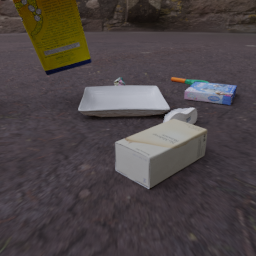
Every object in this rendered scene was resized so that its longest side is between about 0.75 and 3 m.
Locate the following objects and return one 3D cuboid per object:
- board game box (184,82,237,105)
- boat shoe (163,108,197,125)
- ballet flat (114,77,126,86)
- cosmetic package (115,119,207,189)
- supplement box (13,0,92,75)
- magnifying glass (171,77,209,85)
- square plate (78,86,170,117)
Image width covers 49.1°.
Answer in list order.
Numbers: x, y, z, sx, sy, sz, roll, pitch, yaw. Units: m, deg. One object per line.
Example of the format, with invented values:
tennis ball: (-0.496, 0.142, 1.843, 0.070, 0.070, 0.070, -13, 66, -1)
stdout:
board game box: (3.259, -1.399, 10.968, 1.696, 0.370, 1.704, 9, 24, 24)
boat shoe: (1.387, -0.264, 8.020, 0.604, 0.635, 1.764, 4, 22, 36)
ballet flat: (-0.374, -1.936, 12.298, 0.444, 0.432, 1.249, -21, 24, 2)
cosmetic package: (0.760, 0.468, 6.109, 1.952, 0.713, 1.010, -20, 30, -41)
supplement box: (-2.305, -3.353, 8.538, 1.601, 2.924, 1.591, -17, 55, -6)
magnifying glass: (2.853, -2.152, 13.015, 1.789, 0.200, 0.712, 14, 27, 32)
square plate: (-0.182, -0.975, 9.924, 2.848, 0.409, 2.875, -2, 23, -3)
